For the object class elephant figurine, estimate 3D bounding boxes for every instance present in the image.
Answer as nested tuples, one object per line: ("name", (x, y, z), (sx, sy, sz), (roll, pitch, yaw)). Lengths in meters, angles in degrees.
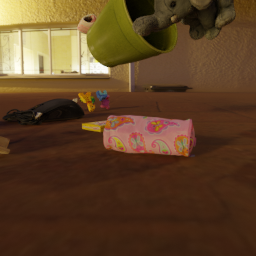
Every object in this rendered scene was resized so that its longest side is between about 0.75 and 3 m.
("elephant figurine", (1.290, -2.960, 6.275), (2.339, 1.815, 1.655), (5, -24, -39))

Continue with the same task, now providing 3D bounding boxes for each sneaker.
("sneaker", (-1.192, -4.001, 11.052), (1.490, 0.561, 0.779), (6, -23, -21))

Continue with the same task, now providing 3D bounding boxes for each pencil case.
("pencil case", (0.417, 0.146, 5.440), (1.763, 0.771, 0.771), (3, 9, 15))

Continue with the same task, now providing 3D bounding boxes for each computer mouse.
("computer mouse", (-2.899, -0.694, 10.506), (2.068, 0.787, 2.987), (6, 11, 39))

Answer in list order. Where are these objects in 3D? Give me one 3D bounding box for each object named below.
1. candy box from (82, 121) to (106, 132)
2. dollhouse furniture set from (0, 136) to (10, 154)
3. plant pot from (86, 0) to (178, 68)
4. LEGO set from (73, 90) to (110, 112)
("candy box", (-0.532, -0.098, 8.592), (0.816, 0.211, 1.596), (5, 10, 41))
("dollhouse furniture set", (-4.087, 0.409, 4.983), (2.401, 1.375, 2.815), (-3, -23, 44))
("plant pot", (-0.066, -2.886, 8.391), (2.168, 2.252, 2.252), (-18, -5, 43))
("LEGO set", (-1.796, -1.231, 14.111), (2.429, 0.997, 0.926), (-11, -18, -29))
